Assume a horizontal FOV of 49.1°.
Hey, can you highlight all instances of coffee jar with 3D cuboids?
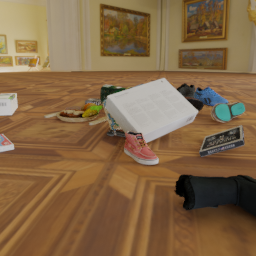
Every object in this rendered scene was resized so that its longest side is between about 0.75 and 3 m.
[{"bbox_3d":[-0.377,-1.675,15.036,2.267,1.182,0.967,12,19,35],"label":"coffee jar"}]

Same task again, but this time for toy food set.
[{"bbox_3d":[-2.246,-0.757,12.702,2.934,0.589,2.026,8,17,29],"label":"toy food set"}]

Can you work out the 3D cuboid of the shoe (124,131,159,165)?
[{"bbox_3d":[0.336,0.522,7.810,0.507,0.646,1.419,-9,17,-30],"label":"shoe"}]

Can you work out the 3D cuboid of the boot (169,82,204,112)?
[{"bbox_3d":[2.469,-1.626,14.310,2.240,0.815,2.380,-4,33,-5],"label":"boot"}]

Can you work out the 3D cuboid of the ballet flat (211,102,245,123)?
[{"bbox_3d":[4.181,-0.650,12.272,2.526,0.860,0.849,-6,-5,-40],"label":"ballet flat"}]

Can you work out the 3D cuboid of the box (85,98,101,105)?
[{"bbox_3d":[-1.955,-1.527,16.272,0.784,0.239,0.990,4,15,13],"label":"box"}]

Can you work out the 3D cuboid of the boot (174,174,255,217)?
[{"bbox_3d":[1.787,1.265,4.840,1.558,0.708,1.855,0,8,-13],"label":"boot"}]

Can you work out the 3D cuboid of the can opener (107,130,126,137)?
[{"bbox_3d":[-0.372,0.225,9.914,0.775,0.204,0.257,6,51,27],"label":"can opener"}]

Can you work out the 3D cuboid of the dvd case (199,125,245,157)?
[{"bbox_3d":[2.833,0.370,8.382,1.226,0.202,1.631,-20,5,25],"label":"dvd case"}]

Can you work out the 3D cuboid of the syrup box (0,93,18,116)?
[{"bbox_3d":[-6.081,-1.211,13.974,0.799,0.827,2.030,-3,16,-13],"label":"syrup box"}]

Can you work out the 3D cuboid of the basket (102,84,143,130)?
[{"bbox_3d":[0.049,-0.679,10.677,1.817,1.602,1.264,-18,12,-3],"label":"basket"}]

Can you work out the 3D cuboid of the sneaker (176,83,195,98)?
[{"bbox_3d":[3.465,-2.392,18.131,2.139,0.971,0.812,-10,20,-30],"label":"sneaker"}]

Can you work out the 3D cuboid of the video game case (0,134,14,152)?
[{"bbox_3d":[-4.719,0.579,8.512,2.053,0.179,1.468,-10,18,-35],"label":"video game case"}]

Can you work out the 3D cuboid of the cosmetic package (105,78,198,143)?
[{"bbox_3d":[0.801,-0.629,9.509,2.537,0.655,1.912,-21,60,-29],"label":"cosmetic package"}]

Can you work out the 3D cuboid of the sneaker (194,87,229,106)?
[{"bbox_3d":[4.715,-1.825,16.042,0.820,0.976,2.488,-6,17,-27],"label":"sneaker"}]
